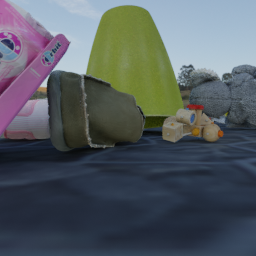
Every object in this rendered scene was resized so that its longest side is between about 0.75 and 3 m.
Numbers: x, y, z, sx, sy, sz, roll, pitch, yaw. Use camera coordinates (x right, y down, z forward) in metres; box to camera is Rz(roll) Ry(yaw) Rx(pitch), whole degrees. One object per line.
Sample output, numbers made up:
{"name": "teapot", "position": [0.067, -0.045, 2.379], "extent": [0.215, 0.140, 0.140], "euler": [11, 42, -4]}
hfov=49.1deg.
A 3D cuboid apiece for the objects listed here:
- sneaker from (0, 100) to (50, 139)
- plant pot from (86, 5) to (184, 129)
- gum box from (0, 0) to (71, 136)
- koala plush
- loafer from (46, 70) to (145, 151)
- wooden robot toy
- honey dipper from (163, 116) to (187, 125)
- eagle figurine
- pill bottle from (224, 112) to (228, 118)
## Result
{"name": "sneaker", "position": [-1.641, -0.154, 4.740], "extent": [0.930, 0.670, 1.780], "euler": [-1, 7, -17]}
{"name": "plant pot", "position": [0.043, -1.326, 6.428], "extent": [2.366, 2.528, 2.366], "euler": [-3, -7, 0]}
{"name": "gum box", "position": [-1.098, -0.292, 2.158], "extent": [0.576, 0.988, 1.740], "euler": [39, -12, -20]}
{"name": "koala plush", "position": [2.701, -0.823, 7.688], "extent": [2.165, 1.920, 1.990], "euler": [4, 13, -2]}
{"name": "loafer", "position": [-0.235, -0.208, 3.332], "extent": [0.800, 0.864, 2.297], "euler": [-4, 1, 10]}
{"name": "wooden robot toy", "position": [1.070, -0.032, 4.022], "extent": [0.576, 0.559, 1.269], "euler": [16, 13, 40]}
{"name": "honey dipper", "position": [1.081, -0.010, 5.969], "extent": [0.353, 0.353, 1.861], "euler": [1, -2, 17]}
{"name": "eagle figurine", "position": [3.766, -0.893, 14.678], "extent": [2.195, 2.183, 2.893], "euler": [38, -42, -9]}
{"name": "pill bottle", "position": [4.458, -0.844, 10.415], "extent": [1.593, 1.593, 2.833], "euler": [0, 3, 12]}
